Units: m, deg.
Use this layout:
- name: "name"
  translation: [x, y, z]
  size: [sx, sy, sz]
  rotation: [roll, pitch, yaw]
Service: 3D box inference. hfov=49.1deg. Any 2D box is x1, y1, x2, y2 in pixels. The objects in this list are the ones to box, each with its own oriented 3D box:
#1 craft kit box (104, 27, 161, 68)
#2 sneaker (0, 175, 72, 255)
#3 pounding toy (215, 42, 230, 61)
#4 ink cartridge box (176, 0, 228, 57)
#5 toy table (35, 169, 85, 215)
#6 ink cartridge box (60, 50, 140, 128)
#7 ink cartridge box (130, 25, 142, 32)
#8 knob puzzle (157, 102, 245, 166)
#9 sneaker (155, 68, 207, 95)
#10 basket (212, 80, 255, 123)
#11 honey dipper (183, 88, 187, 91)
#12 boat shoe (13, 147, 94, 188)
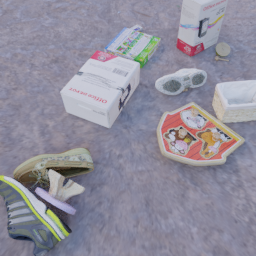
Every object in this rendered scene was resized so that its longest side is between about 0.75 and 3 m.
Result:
- name: "craft kit box"
  translation: [0.233, -3.800, 13.091]
  size: [1.969, 0.484, 1.993]
  rotation: [22, 55, 20]
- name: "sneaker"
  translation: [-3.031, 2.405, 7.882]
  size: [2.951, 1.090, 1.194]
  rotation: [30, 61, 23]
- name: "pounding toy"
  translation: [4.304, -3.454, 12.913]
  size: [0.687, 0.413, 0.890]
  rotation: [9, 79, -2]
- name: "ink cartridge box"
  translation: [3.278, -4.752, 12.496]
  size: [1.856, 2.515, 1.077]
  rotation: [-31, 58, -22]
- name: "toy table"
  translation: [-1.972, 1.854, 8.273]
  size: [1.374, 1.263, 0.805]
  rotation: [27, 77, 7]
- name: "ink cartridge box"
  translation: [-0.979, -1.569, 10.874]
  size: [1.987, 1.158, 2.745]
  rotation: [20, 55, 15]
- name: "ink cartridge box"
  translation: [0.320, -4.967, 14.180]
  size: [0.803, 0.149, 0.380]
  rotation: [-35, 60, -27]
- name: "knob puzzle"
  translation: [2.257, 0.199, 9.678]
  size: [3.110, 0.431, 3.110]
  rotation: [4, 46, -4]
- name: "sneaker"
  translation: [2.073, -1.965, 11.513]
  size: [2.119, 0.826, 1.053]
  rotation: [-11, 29, -9]
- name: "basket"
  translation: [4.183, -0.948, 10.433]
  size: [1.793, 1.106, 1.215]
  rotation: [-6, 52, -3]
- name: "honey dipper"
  translation: [2.043, -1.536, 11.523]
  size: [0.793, 0.151, 0.151]
  rotation: [-8, 52, -1]
- name: "boat shoe"
  translation: [-2.314, 1.294, 8.814]
  size: [2.463, 0.903, 0.772]
  rotation: [-17, 51, -13]
